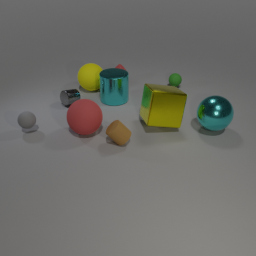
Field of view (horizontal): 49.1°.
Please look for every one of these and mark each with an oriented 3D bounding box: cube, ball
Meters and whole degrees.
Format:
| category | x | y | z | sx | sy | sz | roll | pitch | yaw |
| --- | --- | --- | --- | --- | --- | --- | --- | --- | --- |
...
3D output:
| category | x | y | z | sx | sy | sz | roll | pitch | yaw |
| --- | --- | --- | --- | --- | --- | --- | --- | --- | --- |
| cube | 1.385 | -0.923 | 11.359 | 1.400 | 1.400 | 1.400 | 4 | 20 | -13 |
| ball | 2.516 | -2.571 | 14.943 | 0.700 | 0.700 | 0.700 | 0 | 32 | 0 |
| ball | -1.691 | -0.433 | 10.958 | 1.400 | 1.400 | 1.400 | 0 | 32 | 0 |
| ball | -3.995 | -0.316 | 11.067 | 0.700 | 0.700 | 0.700 | 0 | 32 | 0 |
| ball | -1.901 | -2.637 | 14.517 | 1.400 | 1.400 | 1.400 | 0 | 32 | 0 |
| ball | 3.413 | -0.579 | 11.002 | 1.400 | 1.400 | 1.400 | 0 | 32 | 0 |

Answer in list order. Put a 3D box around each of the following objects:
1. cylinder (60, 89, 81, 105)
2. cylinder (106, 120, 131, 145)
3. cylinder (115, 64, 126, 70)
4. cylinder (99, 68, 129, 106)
| category | x | y | z | sx | sy | sz | roll | pitch | yaw |
| --- | --- | --- | --- | --- | --- | --- | --- | --- | --- |
| cylinder | -2.720 | -1.459 | 13.190 | 0.700 | 0.700 | 0.700 | 25 | 29 | 34 |
| cylinder | -0.350 | 0.172 | 10.415 | 0.700 | 0.700 | 0.700 | -36 | 27 | 22 |
| cylinder | -0.503 | -3.024 | 15.360 | 0.700 | 0.700 | 0.700 | -37 | 26 | 20 |
| cylinder | -0.666 | -1.994 | 13.496 | 1.400 | 1.400 | 1.400 | 0 | 32 | 0 |
